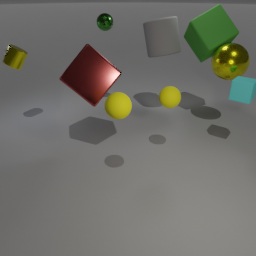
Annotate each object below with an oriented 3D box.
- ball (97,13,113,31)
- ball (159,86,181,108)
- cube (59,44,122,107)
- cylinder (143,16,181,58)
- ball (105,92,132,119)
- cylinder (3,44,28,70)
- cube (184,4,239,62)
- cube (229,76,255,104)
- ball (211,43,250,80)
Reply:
[{"bbox_3d":[-0.960,-4.414,11.677,0.700,0.700,0.700,0,28,0],"label":"ball"},{"bbox_3d":[1.341,-0.987,8.971,0.700,0.700,0.700,0,28,0],"label":"ball"},{"bbox_3d":[-1.266,-1.707,9.263,1.400,1.400,1.400,39,0,-14],"label":"cube"},{"bbox_3d":[1.413,-3.745,11.572,1.400,1.400,1.400,-10,17,3],"label":"cylinder"},{"bbox_3d":[-0.255,-0.575,7.250,0.700,0.700,0.700,0,28,0],"label":"ball"},{"bbox_3d":[-4.249,-2.665,10.556,0.700,0.700,0.700,28,14,-8],"label":"cylinder"},{"bbox_3d":[3.324,-3.789,11.367,1.400,1.400,1.400,-31,-6,-3],"label":"cube"},{"bbox_3d":[3.931,-1.306,9.543,0.700,0.700,0.700,18,30,30],"label":"cube"},{"bbox_3d":[3.912,-2.532,10.733,1.400,1.400,1.400,0,28,0],"label":"ball"}]
